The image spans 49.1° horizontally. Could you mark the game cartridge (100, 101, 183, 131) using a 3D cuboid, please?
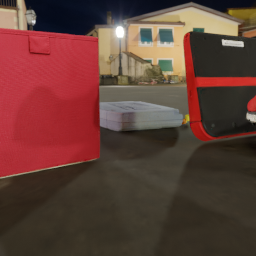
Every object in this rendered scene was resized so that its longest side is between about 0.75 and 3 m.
[{"bbox_3d":[-0.007,-0.394,7.898,1.917,0.582,2.875,0,9,-20],"label":"game cartridge"}]

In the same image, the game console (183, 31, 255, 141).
[{"bbox_3d":[2.193,-0.875,5.880,2.412,2.133,0.374,-6,-3,-30],"label":"game console"}]

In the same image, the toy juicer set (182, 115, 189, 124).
[{"bbox_3d":[1.334,-0.225,7.911,0.781,0.213,0.497,8,31,24],"label":"toy juicer set"}]

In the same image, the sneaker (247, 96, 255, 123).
[{"bbox_3d":[2.075,-0.596,3.508,0.857,0.945,2.227,-6,-8,6],"label":"sneaker"}]

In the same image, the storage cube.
[{"bbox_3d":[-1.595,-0.439,4.334,2.049,1.842,1.751,-6,12,-36],"label":"storage cube"}]
